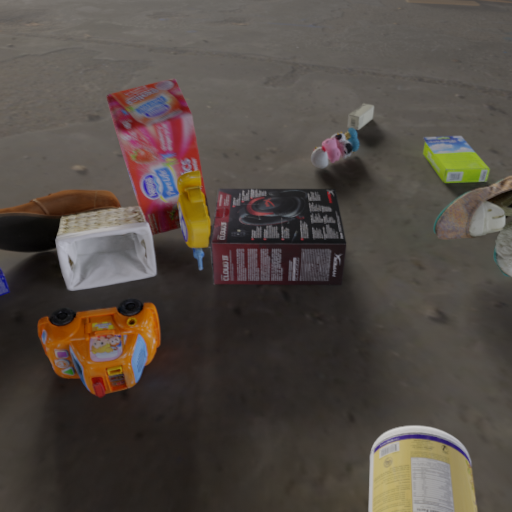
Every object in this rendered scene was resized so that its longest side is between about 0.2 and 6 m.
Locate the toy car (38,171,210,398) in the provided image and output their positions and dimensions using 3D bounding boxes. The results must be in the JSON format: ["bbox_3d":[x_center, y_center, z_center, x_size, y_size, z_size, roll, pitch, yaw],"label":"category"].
[{"bbox_3d":[-1.827,0.604,7.336,1.801,3.671,1.222,6,42,-22],"label":"toy car"}]

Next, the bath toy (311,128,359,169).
[{"bbox_3d":[1.933,-2.698,13.929,1.511,0.558,0.657,-32,60,-33],"label":"bath toy"}]

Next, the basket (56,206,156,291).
[{"bbox_3d":[-2.709,-0.179,10.170,1.612,1.092,0.994,-9,33,-12],"label":"basket"}]

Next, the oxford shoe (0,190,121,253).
[{"bbox_3d":[-4.051,-0.762,10.864,2.859,1.020,1.019,-7,54,-25],"label":"oxford shoe"}]

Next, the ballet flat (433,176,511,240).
[{"bbox_3d":[4.484,-0.893,10.625,2.554,0.869,0.859,-28,39,-26],"label":"ballet flat"}]

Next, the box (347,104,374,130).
[{"bbox_3d":[2.970,-3.950,15.880,0.347,0.416,1.014,20,39,26],"label":"box"}]

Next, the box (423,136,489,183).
[{"bbox_3d":[4.819,-2.375,13.702,1.071,0.418,1.756,-2,36,-3],"label":"box"}]

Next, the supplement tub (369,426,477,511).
[{"bbox_3d":[1.784,2.790,6.018,1.146,1.146,1.577,6,37,9],"label":"supplement tub"}]

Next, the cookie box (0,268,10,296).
[{"bbox_3d":[-5.093,0.453,9.807,1.172,0.440,1.003,-23,42,-28],"label":"cookie box"}]

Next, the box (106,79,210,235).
[{"bbox_3d":[-1.802,-1.798,10.691,1.329,2.665,1.272,-16,51,-10],"label":"box"}]

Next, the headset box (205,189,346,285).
[{"bbox_3d":[0.257,-0.406,10.519,2.615,0.981,1.943,0,36,0],"label":"headset box"}]

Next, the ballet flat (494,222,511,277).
[{"bbox_3d":[5.302,-0.504,10.622,0.909,0.909,2.533,25,42,30],"label":"ballet flat"}]
